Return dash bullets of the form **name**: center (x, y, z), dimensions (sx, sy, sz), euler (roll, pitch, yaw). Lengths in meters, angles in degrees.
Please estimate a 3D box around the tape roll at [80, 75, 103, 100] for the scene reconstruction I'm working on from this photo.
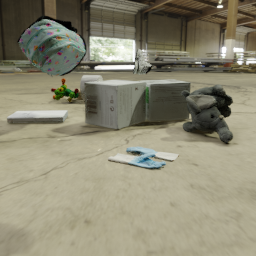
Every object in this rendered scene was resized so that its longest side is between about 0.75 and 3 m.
- **tape roll**: center (-1.903, -2.141, 15.001), dimensions (0.933, 1.360, 1.360), euler (3, 14, 11)

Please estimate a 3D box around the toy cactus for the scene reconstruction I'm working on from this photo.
- **toy cactus**: center (-3.120, -1.995, 15.399), dimensions (1.937, 1.200, 2.348), euler (2, 2, -34)

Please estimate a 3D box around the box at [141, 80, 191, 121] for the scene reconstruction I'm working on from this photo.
- **box**: center (1.335, -1.096, 10.690), dimensions (1.610, 1.379, 1.602), euler (-5, 15, -12)

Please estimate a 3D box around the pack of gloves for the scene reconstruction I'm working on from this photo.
- **pack of gloves**: center (0.374, 0.568, 6.344), dimensions (1.297, 0.256, 1.090), euler (8, 17, 28)

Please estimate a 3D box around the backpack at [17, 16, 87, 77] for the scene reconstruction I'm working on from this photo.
- **backpack**: center (-2.497, -2.724, 9.601), dimensions (1.531, 2.018, 2.418), euler (44, 10, 9)

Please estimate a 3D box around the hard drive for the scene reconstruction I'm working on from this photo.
- **hard drive**: center (-3.266, -0.422, 10.339), dimensions (1.917, 0.256, 1.265), euler (-1, 14, -4)

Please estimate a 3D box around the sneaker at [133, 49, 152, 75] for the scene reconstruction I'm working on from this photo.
- **sneaker**: center (0.562, -2.378, 10.254), dimensions (0.661, 1.149, 0.434), euler (10, -30, -4)

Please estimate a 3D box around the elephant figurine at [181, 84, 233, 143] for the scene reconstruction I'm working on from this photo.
- **elephant figurine**: center (2.296, -0.432, 8.426), dimensions (1.640, 1.495, 2.114), euler (-25, 12, 40)

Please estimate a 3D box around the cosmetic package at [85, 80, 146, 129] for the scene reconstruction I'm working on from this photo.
- **cosmetic package**: center (-0.409, -0.887, 9.721), dimensions (1.443, 1.452, 1.735), euler (9, 17, 34)
